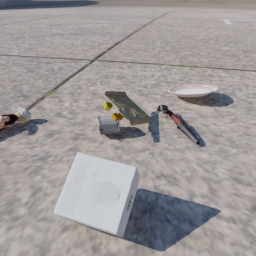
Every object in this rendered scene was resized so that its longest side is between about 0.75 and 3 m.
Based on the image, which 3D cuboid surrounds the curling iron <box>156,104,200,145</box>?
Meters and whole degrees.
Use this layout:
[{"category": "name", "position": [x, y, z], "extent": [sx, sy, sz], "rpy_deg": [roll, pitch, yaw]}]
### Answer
[{"category": "curling iron", "position": [1.517, -0.120, 8.669], "extent": [0.564, 0.291, 2.274], "rpy_deg": [0, 32, -27]}]

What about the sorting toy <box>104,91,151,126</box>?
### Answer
[{"category": "sorting toy", "position": [-0.174, -0.584, 8.500], "extent": [1.380, 0.248, 1.852], "rpy_deg": [48, 27, 18]}]

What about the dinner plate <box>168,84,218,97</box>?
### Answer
[{"category": "dinner plate", "position": [2.495, -1.428, 10.841], "extent": [1.872, 0.227, 1.872], "rpy_deg": [-5, 18, 2]}]

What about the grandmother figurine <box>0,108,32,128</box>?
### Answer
[{"category": "grandmother figurine", "position": [-3.891, -0.195, 8.651], "extent": [1.836, 0.556, 1.113], "rpy_deg": [-22, 20, -37]}]

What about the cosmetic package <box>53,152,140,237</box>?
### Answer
[{"category": "cosmetic package", "position": [-0.521, 1.222, 5.182], "extent": [1.191, 0.732, 1.187], "rpy_deg": [13, 68, 14]}]

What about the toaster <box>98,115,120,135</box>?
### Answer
[{"category": "toaster", "position": [-0.575, -0.109, 8.332], "extent": [0.597, 0.525, 0.924], "rpy_deg": [-6, 11, -7]}]
